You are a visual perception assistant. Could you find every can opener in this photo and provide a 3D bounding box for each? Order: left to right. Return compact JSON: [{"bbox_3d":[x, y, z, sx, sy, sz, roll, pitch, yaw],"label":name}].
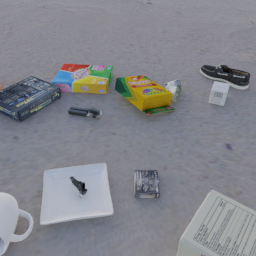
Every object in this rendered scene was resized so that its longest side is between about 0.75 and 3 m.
[{"bbox_3d":[-1.840,-0.734,11.982,1.508,0.501,0.397,6,40,15],"label":"can opener"}]

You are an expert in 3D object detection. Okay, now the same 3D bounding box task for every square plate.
[{"bbox_3d":[-1.584,2.007,8.670,2.061,0.296,2.081,-7,39,-7],"label":"square plate"}]

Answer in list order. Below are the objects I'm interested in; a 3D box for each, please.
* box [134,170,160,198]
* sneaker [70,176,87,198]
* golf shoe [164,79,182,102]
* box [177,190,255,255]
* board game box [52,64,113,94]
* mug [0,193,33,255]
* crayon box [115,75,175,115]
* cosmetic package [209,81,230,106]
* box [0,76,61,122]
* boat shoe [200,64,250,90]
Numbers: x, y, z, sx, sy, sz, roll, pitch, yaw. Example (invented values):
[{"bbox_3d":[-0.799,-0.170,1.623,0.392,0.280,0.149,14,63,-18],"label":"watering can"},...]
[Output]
[{"bbox_3d":[0.594,1.782,8.990,0.781,0.238,0.986,0,39,-1],"label":"box"},{"bbox_3d":[-1.513,1.761,8.711,0.357,0.262,0.789,-42,62,2],"label":"sneaker"},{"bbox_3d":[2.062,-1.688,13.168,0.834,0.672,1.715,-8,30,18],"label":"golf shoe"},{"bbox_3d":[2.704,3.034,6.409,2.751,1.499,1.759,25,45,28],"label":"box"},{"bbox_3d":[-2.210,-2.514,14.120,2.646,0.534,2.024,4,39,5],"label":"board game box"},{"bbox_3d":[-3.345,2.513,7.442,1.594,1.177,1.397,16,30,-9],"label":"mug"},{"bbox_3d":[0.794,-1.541,12.551,1.648,0.660,2.597,-13,39,-35],"label":"crayon box"},{"bbox_3d":[4.172,-1.588,12.824,0.707,0.707,0.857,16,42,18],"label":"cosmetic package"},{"bbox_3d":[-4.590,-1.398,12.643,1.962,0.635,2.488,21,43,26],"label":"box"},{"bbox_3d":[4.915,-2.813,14.271,0.988,0.807,2.674,-29,47,-31],"label":"boat shoe"}]
